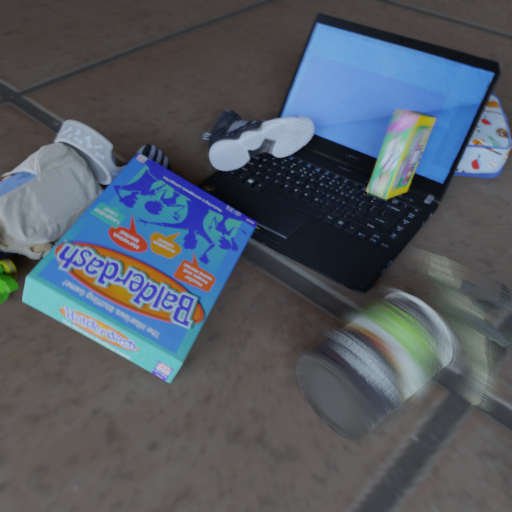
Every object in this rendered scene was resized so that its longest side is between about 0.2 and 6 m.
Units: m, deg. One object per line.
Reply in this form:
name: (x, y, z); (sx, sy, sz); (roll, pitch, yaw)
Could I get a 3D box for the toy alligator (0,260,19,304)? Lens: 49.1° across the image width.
toy alligator: (-4.422, 0.223, 8.651); (2.281, 0.619, 0.676); (25, 31, 26)

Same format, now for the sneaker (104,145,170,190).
sneaker: (-2.296, -0.777, 9.756); (1.106, 0.940, 2.526); (-16, 43, 36)

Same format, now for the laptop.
laptop: (1.429, -2.096, 9.893); (3.861, 2.250, 4.356); (28, 50, 27)

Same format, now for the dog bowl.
dog bowl: (-2.785, -1.678, 9.339); (1.252, 1.252, 0.367); (24, 68, 23)

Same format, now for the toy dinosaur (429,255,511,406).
toy dinosaur: (2.687, 0.792, 6.718); (0.804, 0.433, 1.825); (-21, 77, 27)

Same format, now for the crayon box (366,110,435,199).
crayon box: (2.469, -1.738, 9.529); (0.411, 1.410, 1.216); (27, 23, 24)

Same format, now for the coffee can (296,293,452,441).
coffee can: (1.477, 1.343, 7.029); (1.609, 1.178, 1.178); (-30, 51, -29)

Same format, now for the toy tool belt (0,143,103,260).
toy tool belt: (-3.977, -0.645, 9.093); (1.706, 1.734, 2.777); (-7, 29, 42)

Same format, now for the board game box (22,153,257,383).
board game box: (-1.525, 0.028, 8.222); (2.265, 0.670, 2.978); (30, 47, -4)

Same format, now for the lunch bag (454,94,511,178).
lunch bag: (4.031, -2.549, 11.375); (1.870, 0.882, 2.334); (3, 45, 6)

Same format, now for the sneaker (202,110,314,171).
sneaker: (-0.022, -2.441, 10.910); (2.130, 0.804, 1.212); (-19, 46, -9)
